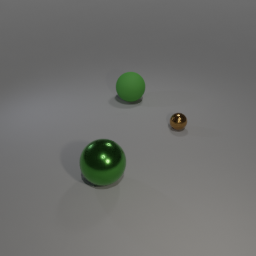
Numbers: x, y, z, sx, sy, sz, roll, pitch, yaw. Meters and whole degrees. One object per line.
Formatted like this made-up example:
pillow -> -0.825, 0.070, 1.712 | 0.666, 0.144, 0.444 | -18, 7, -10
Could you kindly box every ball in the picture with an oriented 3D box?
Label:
ball -> 2.015, -0.264, 11.189 | 0.700, 0.700, 0.700 | 0, 31, 0
ball -> -0.748, 1.018, 8.398 | 1.400, 1.400, 1.400 | 0, 31, 0
ball -> 0.121, -1.945, 13.231 | 1.400, 1.400, 1.400 | 0, 31, 0
